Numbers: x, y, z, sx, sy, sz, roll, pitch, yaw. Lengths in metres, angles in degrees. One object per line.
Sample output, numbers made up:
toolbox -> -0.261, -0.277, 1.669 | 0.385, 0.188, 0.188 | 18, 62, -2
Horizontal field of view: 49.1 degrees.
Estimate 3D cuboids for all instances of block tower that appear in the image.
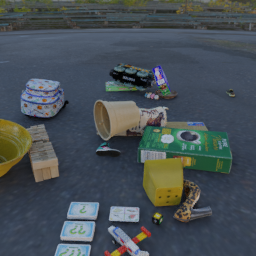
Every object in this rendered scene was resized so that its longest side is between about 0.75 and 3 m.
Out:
block tower -> -2.796, 0.733, 8.929 | 0.702, 0.751, 2.598 | -11, 25, -21

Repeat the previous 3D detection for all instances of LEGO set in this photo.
LEGO set -> -0.342, 2.167, 6.111 | 2.256, 0.554, 1.685 | 2, 29, 3

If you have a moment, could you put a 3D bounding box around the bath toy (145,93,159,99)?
bath toy -> 1.271, -1.650, 14.550 | 0.765, 0.333, 0.283 | 18, -10, 34

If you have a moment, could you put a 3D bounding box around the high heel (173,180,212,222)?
high heel -> 1.375, 1.758, 7.022 | 0.934, 0.468, 1.311 | -6, 31, -15

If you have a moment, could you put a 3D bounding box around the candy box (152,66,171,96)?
candy box -> 1.655, -2.278, 13.639 | 0.469, 1.029, 1.217 | -20, -24, 15

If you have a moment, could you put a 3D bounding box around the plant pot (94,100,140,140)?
plant pot -> -0.319, -0.369, 9.350 | 1.223, 1.336, 1.336 | -13, 28, -27

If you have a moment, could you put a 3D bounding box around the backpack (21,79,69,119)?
backpack -> -3.798, -1.269, 12.405 | 2.011, 1.549, 1.916 | 3, 35, -1

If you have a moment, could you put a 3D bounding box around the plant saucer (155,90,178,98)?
plant saucer -> 2.042, -1.811, 14.958 | 1.197, 0.192, 1.197 | -1, 24, 1

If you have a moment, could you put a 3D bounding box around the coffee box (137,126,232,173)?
coffee box -> 1.839, 0.644, 9.197 | 2.846, 0.626, 1.750 | 4, 26, 10

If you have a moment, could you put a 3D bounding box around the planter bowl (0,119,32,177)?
planter bowl -> -4.187, 0.766, 8.163 | 2.609, 1.087, 2.609 | 11, 28, -6

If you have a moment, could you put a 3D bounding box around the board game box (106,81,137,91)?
board game box -> -0.401, -2.452, 16.247 | 1.784, 0.260, 1.201 | -2, 26, -4

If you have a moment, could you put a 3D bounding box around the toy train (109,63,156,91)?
toy train -> 0.338, -2.863, 15.375 | 2.656, 1.132, 1.514 | 17, 33, 23

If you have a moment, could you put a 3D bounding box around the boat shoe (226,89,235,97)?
boat shoe -> 5.564, -1.963, 15.144 | 0.335, 0.308, 0.939 | 1, 25, 3

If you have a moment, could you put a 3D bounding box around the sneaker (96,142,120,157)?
sneaker -> -0.627, 0.720, 9.413 | 0.830, 0.347, 0.501 | 3, 35, 9

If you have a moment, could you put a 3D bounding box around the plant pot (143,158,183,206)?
plant pot -> 0.950, 1.443, 7.212 | 0.982, 0.982, 0.866 | -3, 35, -5

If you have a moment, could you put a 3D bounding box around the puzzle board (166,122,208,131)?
puzzle board -> 2.301, 0.051, 11.064 | 1.624, 0.141, 1.224 | 1, 24, 0

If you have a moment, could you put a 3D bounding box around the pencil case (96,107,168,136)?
pencil case -> 0.128, -0.304, 10.556 | 2.706, 1.210, 1.053 | 1, 24, -1
